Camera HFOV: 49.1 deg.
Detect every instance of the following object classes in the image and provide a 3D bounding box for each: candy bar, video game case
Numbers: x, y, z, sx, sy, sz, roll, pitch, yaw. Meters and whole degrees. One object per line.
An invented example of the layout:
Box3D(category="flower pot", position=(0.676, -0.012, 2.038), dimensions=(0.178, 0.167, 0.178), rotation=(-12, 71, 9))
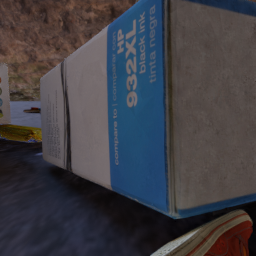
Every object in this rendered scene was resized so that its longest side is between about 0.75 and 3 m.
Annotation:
Box3D(category="candy bar", position=(-2.354, 0.077, 5.604), dimensions=(2.560, 0.284, 0.638), rotation=(4, 4, 37))
Box3D(category="video game case", position=(0.768, 0.510, 2.564), dimensions=(0.918, 0.117, 0.830), rotation=(-5, 8, -32))

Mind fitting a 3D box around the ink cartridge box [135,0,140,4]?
Box3D(category="ink cartridge box", position=(1.610, -3.115, 7.790), dimensions=(2.733, 1.986, 1.196), rotation=(22, 31, 13))

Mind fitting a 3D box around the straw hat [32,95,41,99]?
Box3D(category="straw hat", position=(-2.949, -0.996, 11.988), dimensions=(2.281, 0.965, 2.281), rotation=(-4, 7, 1))

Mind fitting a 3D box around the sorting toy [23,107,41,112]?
Box3D(category="sorting toy", position=(-4.514, -1.015, 15.185), dimensions=(1.463, 0.263, 1.964), rotation=(1, 7, 11))

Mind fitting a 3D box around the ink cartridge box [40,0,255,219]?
Box3D(category="ink cartridge box", position=(0.368, -0.157, 2.814), dimensions=(1.942, 1.120, 2.676), rotation=(-4, 1, -29))

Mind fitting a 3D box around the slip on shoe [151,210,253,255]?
Box3D(category="slip on shoe", position=(0.383, 0.589, 1.256), dimensions=(0.360, 0.298, 0.973), rotation=(-39, -23, 23))

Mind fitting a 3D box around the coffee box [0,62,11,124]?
Box3D(category="coffee box", position=(-4.515, -0.906, 7.641), dimensions=(1.770, 1.750, 1.767), rotation=(4, 8, 35))
